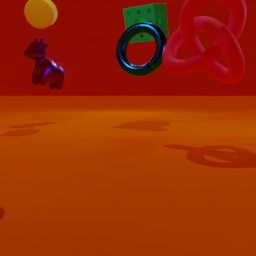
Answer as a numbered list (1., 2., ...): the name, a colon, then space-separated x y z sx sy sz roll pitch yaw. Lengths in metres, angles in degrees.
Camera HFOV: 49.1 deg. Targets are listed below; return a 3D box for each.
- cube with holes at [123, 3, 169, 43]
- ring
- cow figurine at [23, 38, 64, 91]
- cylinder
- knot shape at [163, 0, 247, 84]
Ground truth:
1. cube with holes: 0.743 -4.170 11.143 1.280 1.280 1.280 3 24 29
2. ring: 0.434 -2.672 9.523 1.870 1.870 0.374 3 -2 26
3. cow figurine: -2.985 -2.315 10.217 0.920 1.649 1.676 12 1 39
4. cylinder: -2.781 -3.701 9.015 0.879 0.879 0.879 -1 25 -4
5. knot shape: 1.644 -1.932 5.747 1.984 1.856 0.917 30 37 31
